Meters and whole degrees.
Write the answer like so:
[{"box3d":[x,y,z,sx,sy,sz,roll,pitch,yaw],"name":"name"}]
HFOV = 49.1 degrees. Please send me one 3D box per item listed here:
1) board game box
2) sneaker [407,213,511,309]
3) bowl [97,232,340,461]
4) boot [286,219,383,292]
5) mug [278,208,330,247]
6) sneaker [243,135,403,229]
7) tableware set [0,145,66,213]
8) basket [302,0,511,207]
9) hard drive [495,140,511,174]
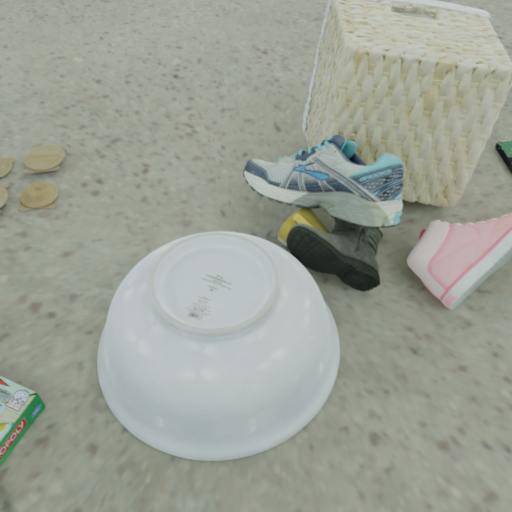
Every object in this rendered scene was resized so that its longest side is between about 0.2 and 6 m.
[{"box3d":[-4.842,2.264,7.614,3.149,0.458,2.119,18,50,15],"name":"board game box"},{"box3d":[3.647,-0.302,9.550,2.591,0.975,1.355,-34,61,-22],"name":"sneaker"},{"box3d":[-0.571,0.839,8.095,3.710,1.667,3.710,0,47,0],"name":"bowl"},{"box3d":[1.315,-0.299,9.320,1.921,0.651,1.255,29,48,-25],"name":"boot"},{"box3d":[0.878,-0.288,9.664,0.810,0.790,0.986,46,27,21],"name":"mug"},{"box3d":[1.135,-1.415,9.396,2.957,1.276,1.148,18,17,30],"name":"sneaker"},{"box3d":[-4.766,-1.515,11.157,1.803,0.250,2.159,-6,49,-5],"name":"tableware set"},{"box3d":[2.535,-2.770,10.203,2.994,3.021,2.430,7,44,-3],"name":"basket"},{"box3d":[5.499,-2.047,11.665,0.688,0.186,0.985,-5,49,-5],"name":"hard drive"}]
